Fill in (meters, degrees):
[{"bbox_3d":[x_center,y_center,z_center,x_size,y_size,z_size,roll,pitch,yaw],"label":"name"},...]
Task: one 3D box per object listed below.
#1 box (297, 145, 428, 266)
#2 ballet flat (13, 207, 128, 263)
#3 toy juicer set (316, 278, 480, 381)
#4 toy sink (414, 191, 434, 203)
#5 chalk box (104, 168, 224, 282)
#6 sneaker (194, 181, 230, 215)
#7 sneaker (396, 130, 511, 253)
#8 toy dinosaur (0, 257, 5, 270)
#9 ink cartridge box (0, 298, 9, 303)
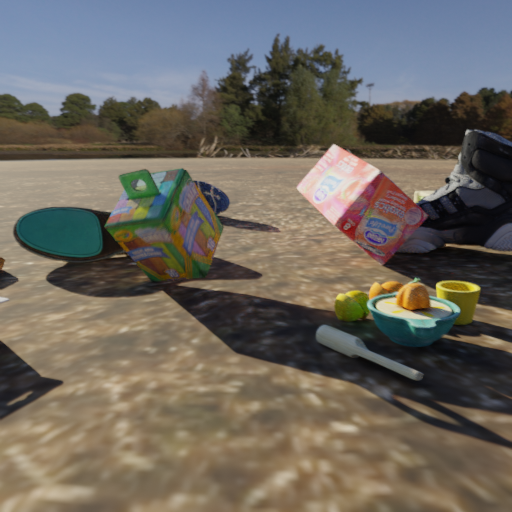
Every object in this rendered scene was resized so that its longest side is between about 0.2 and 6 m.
[{"bbox_3d":[1.768,-0.985,9.926,1.234,1.138,2.404,38,10,-23],"label":"box"},{"bbox_3d":[-2.669,-0.324,9.873,2.942,0.991,0.937,-4,-14,-21],"label":"ballet flat"},{"bbox_3d":[1.417,0.562,5.982,1.444,0.618,2.270,8,15,33],"label":"toy juicer set"},{"bbox_3d":[3.984,-1.005,12.527,0.739,0.860,1.320,-1,14,-7],"label":"toy sink"},{"bbox_3d":[-1.314,-0.510,7.750,0.994,1.598,0.989,-5,50,28],"label":"chalk box"},{"bbox_3d":[-1.719,-1.537,14.872,2.506,0.966,1.067,7,10,26],"label":"sneaker"},{"bbox_3d":[3.505,-1.161,10.023,3.642,2.072,1.374,0,10,33],"label":"sneaker"},{"bbox_3d":[-4.816,0.083,8.042,1.212,0.689,2.281,10,16,34],"label":"toy dinosaur"},{"bbox_3d":[-3.344,0.670,5.786,1.420,0.482,0.824,6,14,24],"label":"ink cartridge box"}]
